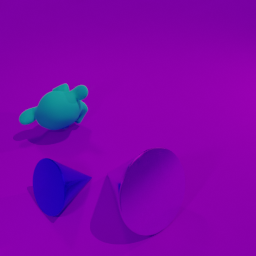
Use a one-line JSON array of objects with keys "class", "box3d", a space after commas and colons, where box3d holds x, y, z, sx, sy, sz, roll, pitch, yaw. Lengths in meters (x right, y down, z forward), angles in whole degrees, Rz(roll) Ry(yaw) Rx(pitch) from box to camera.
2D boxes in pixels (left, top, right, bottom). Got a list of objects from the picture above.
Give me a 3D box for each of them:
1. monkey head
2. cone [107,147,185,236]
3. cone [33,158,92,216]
[{"class": "monkey head", "box3d": [-1.857, -0.660, 7.475, 1.995, 1.202, 1.435, -23, 70, 10]}, {"class": "cone", "box3d": [0.021, 1.134, 5.924, 1.668, 1.668, 1.674, -30, 21, -32]}, {"class": "cone", "box3d": [-1.230, 1.170, 6.070, 1.171, 1.171, 1.175, 35, 24, 35]}]
